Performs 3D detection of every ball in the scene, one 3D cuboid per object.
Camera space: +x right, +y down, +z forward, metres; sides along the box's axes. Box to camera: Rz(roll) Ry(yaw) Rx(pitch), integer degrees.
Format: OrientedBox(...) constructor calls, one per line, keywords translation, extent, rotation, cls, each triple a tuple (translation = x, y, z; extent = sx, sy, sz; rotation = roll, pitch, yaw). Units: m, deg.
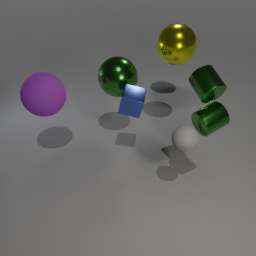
OrientedBox(translation=(1.491, 0.278, 7.322), extent=(0.700, 0.700, 0.700), rotation=(0, 32, 0), cls="ball")
OrientedBox(translation=(1.704, -2.909, 9.775), extent=(1.400, 1.400, 1.400), rotation=(0, 32, 0), cls="ball")
OrientedBox(translation=(-2.658, -1.055, 8.829), extent=(1.400, 1.400, 1.400), rotation=(0, 32, 0), cls="ball")
OrientedBox(translation=(-0.356, -1.784, 9.784), extent=(1.400, 1.400, 1.400), rotation=(0, 32, 0), cls="ball")

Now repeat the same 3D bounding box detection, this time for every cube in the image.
OrientedBox(translation=(0.129, -0.855, 8.849), extent=(0.700, 0.700, 0.700), rotation=(14, 46, -3), cls="cube")

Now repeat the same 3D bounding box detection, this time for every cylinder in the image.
OrientedBox(translation=(1.996, -1.103, 7.057), extent=(0.700, 0.700, 0.700), rotation=(-15, 63, -22), cls="cylinder")
OrientedBox(translation=(2.125, -0.237, 7.253), extent=(0.700, 0.700, 0.700), rotation=(-28, 39, -11), cls="cylinder")
